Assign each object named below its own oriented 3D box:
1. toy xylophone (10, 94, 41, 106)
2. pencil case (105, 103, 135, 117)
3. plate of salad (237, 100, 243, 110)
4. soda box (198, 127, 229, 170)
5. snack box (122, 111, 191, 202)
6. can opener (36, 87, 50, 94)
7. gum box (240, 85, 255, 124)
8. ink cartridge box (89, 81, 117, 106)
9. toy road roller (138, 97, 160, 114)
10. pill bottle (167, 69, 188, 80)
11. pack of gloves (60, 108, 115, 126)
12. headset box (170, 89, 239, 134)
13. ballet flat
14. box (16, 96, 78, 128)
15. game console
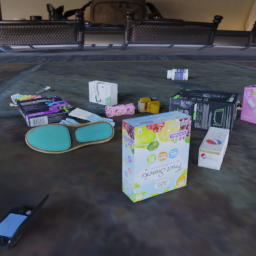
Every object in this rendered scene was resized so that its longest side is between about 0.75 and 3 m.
[{"bbox_3d":[-5.274,-1.410,14.321,1.584,0.398,1.160,5,22,13],"label":"toy xylophone"},{"bbox_3d":[-0.354,-0.810,12.610,1.312,0.543,0.567,-7,25,-20],"label":"pencil case"},{"bbox_3d":[5.631,-1.187,13.849,1.392,0.334,1.392,0,21,0],"label":"plate of salad"},{"bbox_3d":[2.757,0.590,8.934,0.658,0.615,1.932,10,24,23],"label":"soda box"},{"bbox_3d":[0.699,0.666,6.917,1.632,1.935,0.655,-11,24,-27],"label":"snack box"},{"bbox_3d":[-5.008,-2.215,16.593,0.251,0.317,0.953,15,34,38],"label":"can opener"},{"bbox_3d":[5.977,-0.780,11.292,0.833,1.429,2.519,-18,28,-38],"label":"gum box"},{"bbox_3d":[-1.282,-1.789,14.374,1.464,1.069,0.617,14,25,34],"label":"ink cartridge box"},{"bbox_3d":[1.033,-1.003,13.025,1.027,0.631,0.750,-8,35,-22],"label":"toy road roller"},{"bbox_3d":[3.518,-3.796,19.884,1.392,0.773,0.773,3,22,7],"label":"pill bottle"},{"bbox_3d":[-1.598,-0.093,11.141,1.958,0.386,1.645,18,29,15],"label":"pack of gloves"},{"bbox_3d":[3.072,-0.797,11.547,2.588,1.200,2.253,9,20,23],"label":"headset box"},{"bbox_3d":[-1.930,0.329,9.556,2.916,1.001,0.919,-4,-6,-17],"label":"ballet flat"},{"bbox_3d":[-3.732,-0.818,12.660,2.058,0.520,2.879,-12,23,-28],"label":"box"},{"bbox_3d":[-2.278,1.829,5.718,0.997,0.660,1.134,6,22,14],"label":"game console"}]
